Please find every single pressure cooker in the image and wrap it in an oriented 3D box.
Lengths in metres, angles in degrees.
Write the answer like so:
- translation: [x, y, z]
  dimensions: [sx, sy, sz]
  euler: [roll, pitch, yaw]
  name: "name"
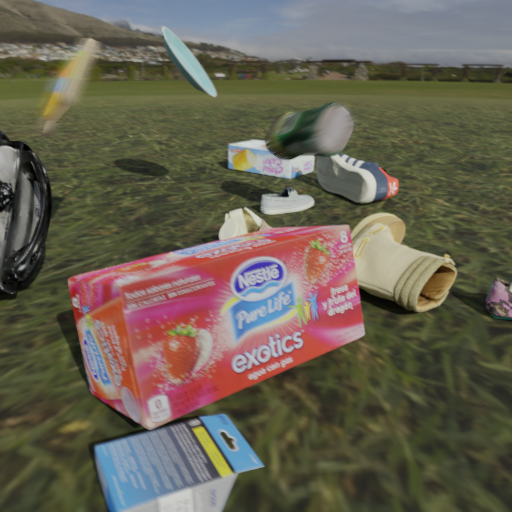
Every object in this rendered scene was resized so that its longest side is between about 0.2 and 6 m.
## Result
- translation: [-4.713, -0.592, 8.913]
  dimensions: [2.895, 2.546, 2.586]
  euler: [-3, 22, 3]
  name: "pressure cooker"

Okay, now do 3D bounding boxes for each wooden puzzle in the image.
- translation: [-3.102, -2.725, 9.092]
  dimensions: [0.258, 1.279, 1.383]
  euler: [25, -27, -27]
  name: "wooden puzzle"

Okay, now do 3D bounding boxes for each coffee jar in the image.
- translation: [1.120, -2.746, 12.614]
  dimensions: [0.894, 1.093, 2.097]
  euler: [35, -13, -31]
  name: "coffee jar"

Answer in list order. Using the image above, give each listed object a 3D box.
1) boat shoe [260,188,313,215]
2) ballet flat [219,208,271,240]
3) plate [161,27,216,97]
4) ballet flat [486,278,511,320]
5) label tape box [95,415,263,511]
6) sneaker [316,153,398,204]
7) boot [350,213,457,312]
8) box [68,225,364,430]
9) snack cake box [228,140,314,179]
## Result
- translation: [0.794, -1.403, 13.919]
  dimensions: [1.549, 0.552, 0.541]
  euler: [-12, 24, -30]
  name: "boat shoe"
- translation: [-0.238, -0.337, 10.269]
  dimensions: [0.963, 0.951, 2.829]
  euler: [-21, 17, 12]
  name: "ballet flat"
- translation: [-1.669, -4.583, 13.434]
  dimensions: [0.252, 1.970, 1.970]
  euler: [-34, 15, 15]
  name: "plate"
- translation: [4.436, 0.681, 8.131]
  dimensions: [2.014, 0.717, 0.696]
  euler: [8, 22, 20]
  name: "ballet flat"
- translation: [-0.713, 1.976, 5.105]
  dimensions: [1.299, 0.429, 0.931]
  euler: [-7, 20, -25]
  name: "label tape box"
- translation: [2.745, -2.194, 15.401]
  dimensions: [1.283, 1.138, 3.035]
  euler: [-6, 30, -21]
  name: "sneaker"
- translation: [2.438, 0.057, 9.459]
  dimensions: [2.009, 0.941, 2.584]
  euler: [16, 27, 37]
  name: "boot"
- translation: [-0.387, 0.627, 6.714]
  dimensions: [3.158, 1.507, 1.574]
  euler: [-15, 10, -35]
  name: "box"
- translation: [0.479, -3.192, 18.289]
  dimensions: [2.483, 0.834, 1.428]
  euler: [15, 23, 34]
  name: "snack cake box"
